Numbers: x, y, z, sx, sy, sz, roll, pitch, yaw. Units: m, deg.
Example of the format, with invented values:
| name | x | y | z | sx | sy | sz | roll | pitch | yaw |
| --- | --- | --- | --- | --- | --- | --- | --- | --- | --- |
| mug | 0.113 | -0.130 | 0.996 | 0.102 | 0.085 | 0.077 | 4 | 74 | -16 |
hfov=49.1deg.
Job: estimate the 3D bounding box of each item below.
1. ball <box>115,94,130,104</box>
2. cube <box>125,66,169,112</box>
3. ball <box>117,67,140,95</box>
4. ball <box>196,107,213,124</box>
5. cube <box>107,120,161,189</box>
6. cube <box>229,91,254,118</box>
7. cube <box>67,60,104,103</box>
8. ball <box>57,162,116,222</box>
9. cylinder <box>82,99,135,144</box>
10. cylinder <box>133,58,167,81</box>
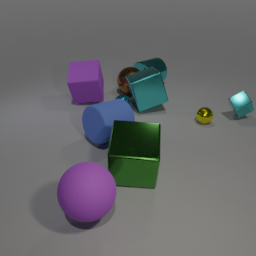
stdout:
| name | x | y | z | sx | sy | sz | roll | pitch | yaw |
| --- | --- | --- | --- | --- | --- | --- | --- | --- | --- |
| ball | -0.268 | -1.177 | 12.765 | 0.700 | 0.700 | 0.700 | 0 | 29 | 0 |
| cube | 0.836 | -1.785 | 12.673 | 1.400 | 1.400 | 1.400 | -21 | 25 | -1 |
| ball | 0.136 | -2.404 | 14.262 | 1.400 | 1.400 | 1.400 | 0 | 29 | 0 |
| ball | 3.185 | -0.524 | 11.632 | 0.700 | 0.700 | 0.700 | 0 | 29 | 0 |
| cube | 0.193 | 0.771 | 8.234 | 1.400 | 1.400 | 1.400 | 5 | 47 | 3 |
| cube | 4.759 | -0.993 | 11.763 | 0.700 | 0.700 | 0.700 | -28 | 52 | 14 |
| cube | -1.938 | -2.160 | 13.092 | 1.400 | 1.400 | 1.400 | -5 | 54 | 3 |
| ball | -0.976 | 1.512 | 6.691 | 1.400 | 1.400 | 1.400 | 0 | 29 | 0 |
| cylinder | -0.712 | -0.258 | 10.207 | 1.400 | 1.400 | 1.400 | -19 | 34 | -41 |
| cylinder | 1.187 | -3.051 | 15.386 | 1.400 | 1.400 | 1.400 | -22 | 36 | -34 |
